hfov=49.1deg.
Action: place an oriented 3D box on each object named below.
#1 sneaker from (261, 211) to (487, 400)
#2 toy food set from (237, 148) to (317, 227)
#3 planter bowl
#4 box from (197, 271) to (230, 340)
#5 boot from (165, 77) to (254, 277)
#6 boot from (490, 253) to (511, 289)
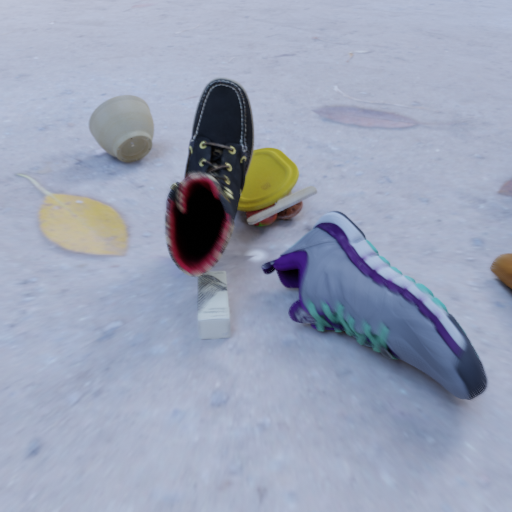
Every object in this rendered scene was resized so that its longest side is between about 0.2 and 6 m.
[{"bbox_3d":[1.334,0.800,7.111,1.463,1.244,3.344,-33,41,-3],"label":"sneaker"},{"bbox_3d":[0.196,-1.075,10.006,1.367,0.759,2.323,-30,37,-2],"label":"toy food set"},{"bbox_3d":[-2.707,-2.543,11.721,1.346,1.346,0.906,-17,65,-24],"label":"planter bowl"},{"bbox_3d":[-0.588,0.658,7.677,0.436,0.363,1.060,-4,34,-5],"label":"box"},{"bbox_3d":[-0.633,-1.118,7.851,0.990,2.706,2.037,12,15,-2],"label":"boot"},{"bbox_3d":[4.732,0.792,7.381,2.446,0.890,2.598,1,22,0],"label":"boot"}]
